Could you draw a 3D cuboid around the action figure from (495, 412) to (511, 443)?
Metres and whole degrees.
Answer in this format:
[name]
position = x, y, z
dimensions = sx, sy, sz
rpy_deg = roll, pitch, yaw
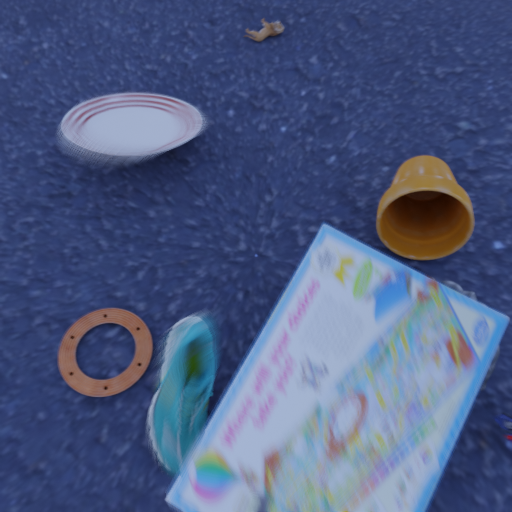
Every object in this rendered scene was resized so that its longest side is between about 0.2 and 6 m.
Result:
[action figure]
position = 4.190, 2.563, 8.262
dimensions = 0.580, 1.073, 1.109
rpy_deg = 22, 13, -29

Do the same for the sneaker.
[sneaker]
position = -1.068, 2.103, 8.381
dimensions = 0.918, 0.944, 2.370
rpy_deg = 4, 88, -20

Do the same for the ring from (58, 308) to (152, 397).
[ring]
position = -2.538, 1.622, 9.481
dimensions = 1.573, 0.151, 1.573
rpy_deg = 0, 60, 1

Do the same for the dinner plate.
[dinner plate]
position = -2.510, -2.648, 11.455
dimensions = 2.790, 0.338, 2.790
rpy_deg = 3, 39, -3

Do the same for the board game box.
[board game box]
position = 1.220, 2.159, 8.000
dimensions = 3.024, 0.770, 4.498
rpy_deg = 29, 75, 10

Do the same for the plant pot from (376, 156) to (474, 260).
[plant pot]
position = 3.069, -1.013, 10.295
dimensions = 1.635, 1.635, 1.497
rpy_deg = 10, 44, 6

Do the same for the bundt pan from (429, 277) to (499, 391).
[bundt pan]
position = 2.970, 1.314, 9.263
dimensions = 2.231, 0.837, 2.231
rpy_deg = 0, 61, 0

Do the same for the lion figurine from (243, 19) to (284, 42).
[lion figurine]
position = 0.187, -5.372, 13.490
dimensions = 0.901, 0.326, 0.552
rpy_deg = -39, 74, -5
